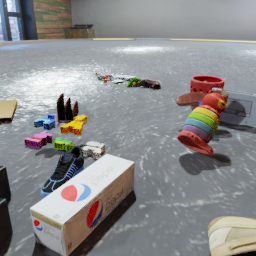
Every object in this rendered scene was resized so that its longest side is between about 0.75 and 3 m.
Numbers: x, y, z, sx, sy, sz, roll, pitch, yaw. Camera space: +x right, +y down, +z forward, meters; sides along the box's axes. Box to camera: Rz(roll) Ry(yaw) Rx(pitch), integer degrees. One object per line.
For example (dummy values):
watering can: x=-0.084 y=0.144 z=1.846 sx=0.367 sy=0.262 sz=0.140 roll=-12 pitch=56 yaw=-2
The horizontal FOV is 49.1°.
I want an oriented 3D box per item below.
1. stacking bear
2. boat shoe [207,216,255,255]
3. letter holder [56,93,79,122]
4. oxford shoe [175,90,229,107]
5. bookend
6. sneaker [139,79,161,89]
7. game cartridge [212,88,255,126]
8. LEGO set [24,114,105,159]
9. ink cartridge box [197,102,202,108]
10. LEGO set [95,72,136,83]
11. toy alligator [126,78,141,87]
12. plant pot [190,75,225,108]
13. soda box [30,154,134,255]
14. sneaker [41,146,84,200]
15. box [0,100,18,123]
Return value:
stacking bear: x=2.492 y=-0.269 z=9.019 sx=1.180 sy=1.943 sz=1.105 roll=36 pitch=-12 yaw=-17
boat shoe: x=2.885 y=2.218 z=4.971 sx=2.788 sy=0.994 sz=0.900 roll=-3 pitch=29 yaw=12
letter holder: x=-2.646 y=-0.959 z=12.340 sx=0.706 sy=0.998 sz=1.404 roll=0 pitch=22 yaw=-1
oxford shoe: x=2.907 y=-0.966 z=11.077 sx=2.049 sy=0.766 sz=0.722 roll=-3 pitch=37 yaw=8
bookend: x=-3.321 y=1.614 z=6.079 sx=2.390 sy=1.101 sz=2.375 roll=10 pitch=25 yaw=22
sneaker: x=1.365 y=-2.662 z=17.059 sx=1.362 sy=0.515 sz=0.787 roll=1 pitch=26 yaw=-1
game cartridge: x=4.395 y=-0.839 z=11.579 sx=2.038 sy=1.357 sz=0.423 roll=16 pitch=28 yaw=32
LEGO set: x=-2.046 y=0.103 z=9.691 sx=2.922 sy=1.115 sz=1.199 roll=9 pitch=25 yaw=18
ink cartridge box: x=2.955 y=-0.365 z=10.654 sx=0.718 sy=1.203 sz=0.252 roll=12 pitch=27 yaw=26
LEGO set: x=-0.948 y=-3.519 z=19.029 sx=2.500 sy=0.614 sz=1.868 roll=-20 pitch=26 yaw=-39
toy alligator: x=0.631 y=-2.952 z=17.743 sx=1.805 sy=0.490 sz=0.535 roll=-16 pitch=27 yaw=-33
plant pot: x=3.778 y=-1.698 z=13.539 sx=1.567 sy=1.427 sz=1.567 roll=-1 pitch=23 yaw=0
soda box: x=-0.877 y=1.591 z=6.447 sx=0.915 sy=0.855 sz=2.686 roll=13 pitch=27 yaw=28
sneaker: x=-1.759 y=1.163 z=7.585 sx=0.684 sy=0.760 sz=1.950 roll=6 pitch=23 yaw=13
box: x=-6.262 y=-0.738 z=12.738 sx=2.143 sy=0.279 sz=2.621 roll=-5 pitch=23 yaw=-14
